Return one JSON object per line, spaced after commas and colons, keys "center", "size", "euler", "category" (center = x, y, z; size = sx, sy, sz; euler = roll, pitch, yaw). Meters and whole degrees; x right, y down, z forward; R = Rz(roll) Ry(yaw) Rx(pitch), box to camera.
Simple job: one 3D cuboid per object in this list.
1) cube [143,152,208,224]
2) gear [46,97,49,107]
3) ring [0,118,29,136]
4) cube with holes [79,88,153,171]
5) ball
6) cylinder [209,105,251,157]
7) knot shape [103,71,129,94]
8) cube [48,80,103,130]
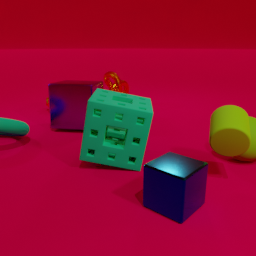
{"center": [0.761, 0.918, 4.535], "size": [0.758, 0.758, 0.758], "euler": [15, 23, 39], "category": "cube"}
{"center": [-2.309, -0.972, 10.898], "size": [1.658, 0.307, 1.658], "euler": [6, 12, -1], "category": "gear"}
{"center": [-3.478, -0.038, 7.163], "size": [1.816, 0.363, 1.816], "euler": [4, -6, 0], "category": "ring"}
{"center": [-0.236, -0.017, 6.204], "size": [1.289, 1.289, 1.289], "euler": [11, 19, -2], "category": "cube with holes"}
{"center": [2.617, 0.239, 6.256], "size": [0.998, 0.998, 0.998], "euler": [0, 18, 0], "category": "ball"}
{"center": [1.889, 0.050, 5.216], "size": [0.702, 0.702, 0.702], "euler": [5, 40, 15], "category": "cylinder"}
{"center": [-0.406, -1.477, 10.520], "size": [0.711, 1.439, 1.538], "euler": [-29, 16, 15], "category": "knot shape"}
{"center": [-1.548, -0.749, 8.676], "size": [1.334, 1.334, 1.334], "euler": [2, 14, 8], "category": "cube"}
